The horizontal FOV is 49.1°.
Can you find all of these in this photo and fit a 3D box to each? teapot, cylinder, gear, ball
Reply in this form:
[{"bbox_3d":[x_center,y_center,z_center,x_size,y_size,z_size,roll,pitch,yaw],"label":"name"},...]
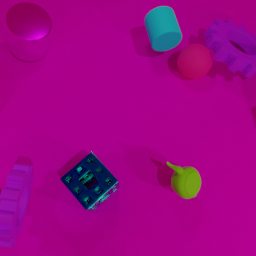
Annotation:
[{"bbox_3d":[1.383,1.309,6.972,0.783,0.617,1.260,-47,118,-26],"label":"teapot"},{"bbox_3d":[1.010,-2.859,8.117,0.904,0.904,0.904,-12,71,-4],"label":"cylinder"},{"bbox_3d":[3.288,-2.424,8.372,2.089,0.386,2.089,12,52,-17],"label":"gear"},{"bbox_3d":[1.987,-1.988,8.343,1.015,1.015,1.015,0,70,0],"label":"ball"},{"bbox_3d":[-2.540,1.713,6.324,0.332,1.796,1.796,11,70,-9],"label":"gear"},{"bbox_3d":[-2.951,-2.831,8.352,1.244,1.244,1.244,6,74,-20],"label":"cylinder"}]

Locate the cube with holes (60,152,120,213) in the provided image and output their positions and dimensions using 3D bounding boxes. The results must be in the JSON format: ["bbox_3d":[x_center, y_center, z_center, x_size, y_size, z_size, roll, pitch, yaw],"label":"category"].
[{"bbox_3d":[-0.925,1.407,7.127,1.002,1.002,1.002,-41,75,-13],"label":"cube with holes"}]
